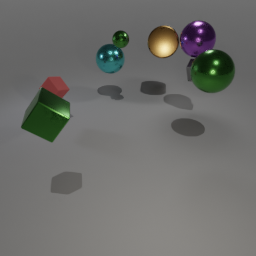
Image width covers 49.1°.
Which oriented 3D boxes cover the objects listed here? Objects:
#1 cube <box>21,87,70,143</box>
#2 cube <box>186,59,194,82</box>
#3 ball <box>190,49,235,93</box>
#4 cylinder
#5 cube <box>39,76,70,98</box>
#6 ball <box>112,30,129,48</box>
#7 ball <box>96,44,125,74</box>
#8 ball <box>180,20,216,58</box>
[{"bbox_3d":[-1.667,-0.271,5.752,0.700,0.700,0.700,30,23,-26],"label":"cube"},{"bbox_3d":[2.889,-2.411,11.685,0.700,0.700,0.700,7,46,27],"label":"cube"},{"bbox_3d":[2.736,-1.831,9.092,1.400,1.400,1.400,0,30,0],"label":"ball"},{"bbox_3d":[1.621,-3.988,13.065,1.400,1.400,1.400,2,16,4],"label":"cylinder"},{"bbox_3d":[-2.891,-1.538,11.021,0.700,0.700,0.700,52,27,8],"label":"cube"},{"bbox_3d":[-0.300,-3.621,11.449,0.700,0.700,0.700,0,30,0],"label":"ball"},{"bbox_3d":[-0.852,-3.315,13.441,1.400,1.400,1.400,0,30,0],"label":"ball"},{"bbox_3d":[2.748,-3.496,11.055,1.400,1.400,1.400,0,30,0],"label":"ball"}]
